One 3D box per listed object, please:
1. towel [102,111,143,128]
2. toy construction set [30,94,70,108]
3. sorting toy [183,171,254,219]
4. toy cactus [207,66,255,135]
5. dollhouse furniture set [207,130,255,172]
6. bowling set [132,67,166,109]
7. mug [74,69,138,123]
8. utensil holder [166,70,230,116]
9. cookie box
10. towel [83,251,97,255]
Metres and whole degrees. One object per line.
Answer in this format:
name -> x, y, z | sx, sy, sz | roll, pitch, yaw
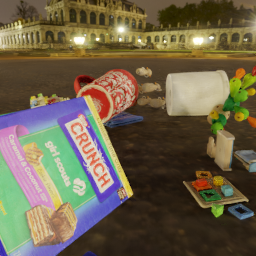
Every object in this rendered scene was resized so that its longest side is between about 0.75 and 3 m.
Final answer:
towel -> -0.686, -0.528, 11.693 | 1.688, 0.278, 2.332 | -12, 21, -35
toy construction set -> -3.454, -1.126, 12.489 | 2.003, 0.923, 1.313 | -3, -8, -33
sorting toy -> 1.855, 1.293, 6.031 | 1.078, 0.261, 1.915 | -3, 18, -10
toy cactus -> 3.630, -0.701, 9.845 | 1.471, 2.877, 2.374 | 28, -22, 0
dollhouse furniture set -> 3.030, 0.493, 7.497 | 1.367, 0.892, 1.290 | -1, 18, -6
bowling set -> 0.812, -1.726, 13.757 | 1.208, 2.249, 1.566 | -10, -15, -48
mug -> -1.066, -1.217, 11.135 | 2.398, 1.802, 2.701 | -2, 19, 18
utensil holder -> 2.861, -1.469, 11.955 | 2.268, 1.928, 1.928 | -1, 18, -1
cookie box -> -1.282, 0.748, 4.525 | 0.920, 2.094, 2.448 | -24, 0, 38
towel -> -0.409, 2.094, 3.644 | 0.975, 0.242, 0.720 | 14, 29, 37
